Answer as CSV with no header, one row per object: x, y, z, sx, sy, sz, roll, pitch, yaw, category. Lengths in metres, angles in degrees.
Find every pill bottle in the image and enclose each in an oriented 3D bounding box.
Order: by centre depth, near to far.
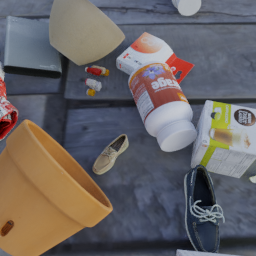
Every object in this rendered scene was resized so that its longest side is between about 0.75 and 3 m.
1.082,-0.685,8.733,1.503,1.503,2.679,-15,58,-9,pill bottle
2.539,-6.129,12.436,1.344,1.344,2.394,-2,57,-1,pill bottle

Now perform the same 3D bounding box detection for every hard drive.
-3.599,-3.061,10.593,1.932,0.455,2.769,2,54,-23,hard drive

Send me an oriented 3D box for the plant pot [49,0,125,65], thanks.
-1.761,-3.404,10.136,2.767,2.767,1.858,41,97,23,plant pot

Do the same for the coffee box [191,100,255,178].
2.755,0.336,8.049,1.489,1.506,1.504,12,57,8,coffee box

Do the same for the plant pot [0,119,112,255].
-2.101,1.571,6.630,2.076,2.966,2.966,-45,66,-7,plant pot

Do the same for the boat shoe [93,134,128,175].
-0.526,0.752,8.396,0.529,0.477,1.468,35,63,21,boat shoe

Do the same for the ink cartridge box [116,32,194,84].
1.040,-2.474,10.485,2.369,0.594,1.922,30,62,21,ink cartridge box

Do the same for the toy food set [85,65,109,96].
-1.254,-1.786,9.981,0.626,0.664,1.391,16,57,17,toy food set

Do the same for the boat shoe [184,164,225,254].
1.992,2.113,7.327,0.879,0.726,2.347,5,59,-3,boat shoe

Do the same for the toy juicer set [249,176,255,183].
4.704,1.758,7.655,1.426,0.610,2.242,-32,61,-19,toy juicer set

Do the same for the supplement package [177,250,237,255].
2.105,3.431,6.012,2.017,1.223,1.208,4,75,3,supplement package

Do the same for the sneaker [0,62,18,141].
-4.247,-0.904,9.204,1.596,0.995,2.979,10,61,6,sneaker
